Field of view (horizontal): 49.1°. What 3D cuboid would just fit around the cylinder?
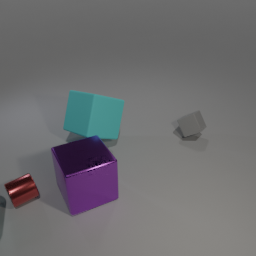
[{"bbox_3d":[-2.917,1.703,7.691,0.700,0.700,0.700,-25,39,-27],"label":"cylinder"}]

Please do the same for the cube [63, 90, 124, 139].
[{"bbox_3d":[-1.183,-0.451,9.694,1.400,1.400,1.400,15,6,42],"label":"cube"}]

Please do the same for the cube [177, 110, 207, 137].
[{"bbox_3d":[2.356,-0.159,10.309,0.700,0.700,0.700,-23,2,34],"label":"cube"}]

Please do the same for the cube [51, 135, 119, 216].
[{"bbox_3d":[-1.186,1.260,7.765,1.400,1.400,1.400,-16,35,-23],"label":"cube"}]
